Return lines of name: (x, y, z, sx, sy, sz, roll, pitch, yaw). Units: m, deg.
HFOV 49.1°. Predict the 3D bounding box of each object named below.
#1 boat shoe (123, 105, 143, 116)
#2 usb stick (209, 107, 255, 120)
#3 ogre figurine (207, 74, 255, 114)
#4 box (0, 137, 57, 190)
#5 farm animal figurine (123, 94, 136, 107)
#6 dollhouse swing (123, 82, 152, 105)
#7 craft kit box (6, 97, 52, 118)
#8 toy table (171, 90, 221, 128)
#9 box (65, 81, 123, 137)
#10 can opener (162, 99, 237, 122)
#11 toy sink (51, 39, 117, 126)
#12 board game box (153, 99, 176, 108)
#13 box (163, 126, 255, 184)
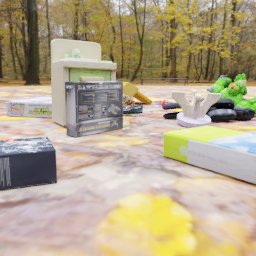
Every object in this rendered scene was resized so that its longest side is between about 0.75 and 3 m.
boat shoe: (-0.108, -0.677, 10.634, 1.422, 0.440, 0.532, -1, 10, -8)
usb stick: (3.399, -0.650, 10.473, 0.743, 0.437, 2.681, -4, 10, -33)
ogre figurine: (4.362, -1.196, 11.000, 1.663, 2.775, 1.361, -18, -26, -30)
box: (-1.554, 0.479, 4.125, 0.873, 0.499, 0.959, -3, 11, -23)
farm animal figurine: (0.080, -1.150, 11.982, 0.757, 0.399, 0.766, 47, 5, 25)
dollhouse swing: (-0.141, -1.493, 15.312, 1.943, 1.880, 2.138, -45, 22, -8)
craft kit box: (-2.932, -0.886, 11.393, 2.723, 0.669, 2.758, 0, 10, 12)
toy table: (2.070, -0.633, 8.640, 1.474, 0.939, 1.603, 0, 15, -5)
box: (-0.842, -0.556, 7.431, 0.415, 1.361, 1.718, 10, 15, 42)
can opener: (2.400, -0.661, 9.589, 2.463, 0.781, 0.968, 2, 13, 12)
toy sink: (-1.384, -1.448, 8.735, 1.691, 2.595, 1.454, -3, 10, -29)
board game box: (2.121, -1.253, 14.075, 1.779, 0.346, 1.406, -5, 11, -24)
box: (1.760, 0.371, 4.707, 1.275, 0.498, 2.092, -8, 13, -36)
